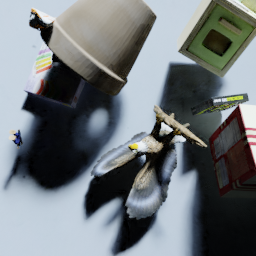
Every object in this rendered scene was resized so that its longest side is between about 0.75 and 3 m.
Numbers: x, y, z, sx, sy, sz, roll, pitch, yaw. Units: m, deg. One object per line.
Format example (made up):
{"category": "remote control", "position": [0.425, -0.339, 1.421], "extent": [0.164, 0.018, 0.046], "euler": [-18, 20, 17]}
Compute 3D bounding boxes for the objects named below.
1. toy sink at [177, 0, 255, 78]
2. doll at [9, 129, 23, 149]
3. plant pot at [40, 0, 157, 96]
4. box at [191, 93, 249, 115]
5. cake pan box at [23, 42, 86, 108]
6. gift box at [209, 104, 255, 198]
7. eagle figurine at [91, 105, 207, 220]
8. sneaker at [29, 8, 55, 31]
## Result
{"category": "toy sink", "position": [2.641, -2.885, 7.692], "extent": [1.555, 1.337, 2.386], "euler": [28, 122, -9]}
{"category": "doll", "position": [-3.057, 0.294, 7.740], "extent": [0.202, 0.834, 0.569], "euler": [-2, 70, -5]}
{"category": "plant pot", "position": [-0.561, -2.547, 7.366], "extent": [2.631, 2.631, 2.283], "euler": [45, 106, 10]}
{"category": "box", "position": [2.533, -0.653, 7.815], "extent": [1.125, 1.164, 0.277], "euler": [-7, 82, -16]}
{"category": "cake pan box", "position": [-2.094, -1.648, 8.559], "extent": [1.620, 0.460, 1.759], "euler": [19, 81, 6]}
{"category": "gift box", "position": [3.433, 0.668, 7.151], "extent": [2.079, 2.227, 2.055], "euler": [3, 64, -8]}
{"category": "eagle figurine", "position": [0.453, 0.749, 7.393], "extent": [1.952, 1.963, 2.587], "euler": [26, 109, -22]}
{"category": "sneaker", "position": [-2.057, -2.494, 6.587], "extent": [0.461, 1.179, 0.455], "euler": [18, 105, -34]}
